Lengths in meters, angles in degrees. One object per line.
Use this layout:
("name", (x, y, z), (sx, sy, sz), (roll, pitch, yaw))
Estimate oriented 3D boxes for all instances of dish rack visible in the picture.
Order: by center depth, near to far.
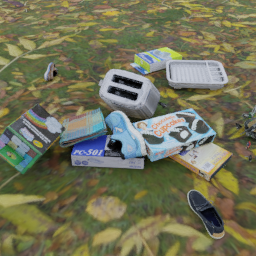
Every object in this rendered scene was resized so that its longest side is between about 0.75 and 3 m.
("dish rack", (3.117, -2.447, 13.085), (2.674, 0.582, 2.295), (3, 40, 4))

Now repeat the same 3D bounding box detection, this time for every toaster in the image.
("toaster", (0.120, -1.231, 10.447), (2.472, 1.597, 1.405), (21, 86, 21))

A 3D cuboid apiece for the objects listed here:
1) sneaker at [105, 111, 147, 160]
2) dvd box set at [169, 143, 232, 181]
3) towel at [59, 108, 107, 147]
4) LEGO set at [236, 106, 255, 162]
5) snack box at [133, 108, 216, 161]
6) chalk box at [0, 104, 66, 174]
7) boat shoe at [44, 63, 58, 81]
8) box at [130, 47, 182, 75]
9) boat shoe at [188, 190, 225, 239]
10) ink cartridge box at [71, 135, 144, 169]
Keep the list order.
("sneaker", (-0.295, 0.204, 8.730), (0.987, 0.860, 2.195), (-24, 37, -14))
("dvd box set", (2.244, 0.813, 9.235), (1.885, 0.277, 1.379), (31, 48, 33))
("towel", (-1.567, -0.081, 9.610), (1.573, 0.233, 2.145), (-18, 25, -2))
("LEGO set", (4.517, 0.296, 9.767), (1.622, 0.708, 2.498), (19, 55, 25))
("snack box", (1.483, 0.158, 9.205), (2.406, 0.446, 1.398), (-15, 47, -23))
("chalk box", (-3.057, 0.426, 8.397), (1.250, 1.241, 2.003), (43, 34, -9))
("boat shoe", (-3.650, -2.696, 13.553), (0.462, 0.461, 1.277), (6, 49, 0))
("box", (1.440, -3.505, 14.442), (2.318, 0.552, 1.413), (-20, 42, -24))
("boat shoe", (2.061, 2.170, 7.391), (0.557, 0.465, 1.492), (-12, 39, -12))
("ink cartridge box", (-0.602, 0.747, 9.129), (2.268, 0.501, 1.066), (3, 38, 3))
